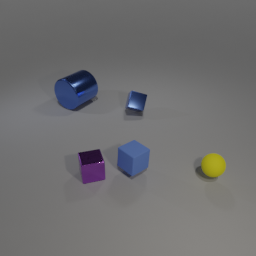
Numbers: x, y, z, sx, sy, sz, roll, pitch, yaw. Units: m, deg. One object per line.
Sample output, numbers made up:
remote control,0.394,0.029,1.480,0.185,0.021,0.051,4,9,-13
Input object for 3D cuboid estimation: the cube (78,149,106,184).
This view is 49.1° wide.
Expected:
cube,-1.111,1.164,8.550,0.700,0.700,0.700,-9,33,-14

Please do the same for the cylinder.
cylinder,-2.298,-1.722,12.503,1.400,1.400,1.400,20,37,28

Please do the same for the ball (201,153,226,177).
ball,2.505,1.093,8.220,0.700,0.700,0.700,0,32,0

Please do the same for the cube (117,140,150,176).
cube,0.165,0.903,8.554,0.700,0.700,0.700,-23,39,-37

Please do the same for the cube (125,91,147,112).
cube,0.336,-1.116,11.822,0.700,0.700,0.700,14,-3,-9
